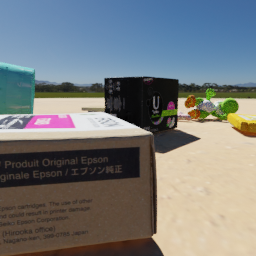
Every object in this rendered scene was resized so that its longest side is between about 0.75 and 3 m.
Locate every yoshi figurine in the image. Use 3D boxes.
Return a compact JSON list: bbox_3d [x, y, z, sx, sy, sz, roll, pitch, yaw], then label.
[{"bbox_3d":[3.932,-0.969,12.620,2.492,1.400,1.395,0,23,-21],"label":"yoshi figurine"}]

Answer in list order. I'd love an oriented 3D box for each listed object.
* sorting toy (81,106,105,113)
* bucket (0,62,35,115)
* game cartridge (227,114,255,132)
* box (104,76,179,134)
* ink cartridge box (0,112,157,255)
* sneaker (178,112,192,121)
[{"bbox_3d":[-1.115,-0.699,12.837,1.611,0.561,1.601,1,7,9],"label":"sorting toy"},{"bbox_3d":[-4.646,-1.401,11.297,1.614,2.480,2.480,4,6,-16],"label":"bucket"},{"bbox_3d":[4.488,-0.142,9.032,2.084,0.383,2.364,4,7,9],"label":"game cartridge"},{"bbox_3d":[0.495,-0.746,8.902,1.425,1.702,2.292,5,9,35],"label":"box"},{"bbox_3d":[-1.101,0.372,3.308,2.160,0.985,2.622,-3,7,-15],"label":"ink cartridge box"},{"bbox_3d":[2.305,-0.416,11.866,0.411,0.296,0.786,-35,37,-17],"label":"sneaker"}]
